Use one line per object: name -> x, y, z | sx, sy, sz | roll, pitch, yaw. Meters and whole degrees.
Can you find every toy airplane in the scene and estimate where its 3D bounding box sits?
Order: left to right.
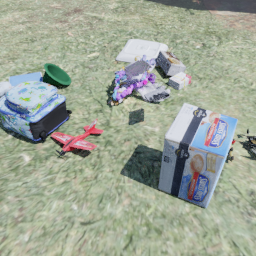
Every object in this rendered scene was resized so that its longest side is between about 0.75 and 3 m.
toy airplane -> -1.908, 0.375, 11.086 | 2.293, 0.422, 2.293 | -8, 36, 6

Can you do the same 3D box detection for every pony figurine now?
pony figurine -> 0.436, -2.271, 13.093 | 2.715, 2.342, 2.813 | -16, 37, 32

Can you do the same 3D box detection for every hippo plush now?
hippo plush -> -5.780, -1.538, 12.629 | 1.507, 1.212, 1.200 | -29, 50, -28

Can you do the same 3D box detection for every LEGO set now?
LEGO set -> 4.761, 0.725, 10.731 | 2.409, 0.683, 1.565 | -8, 39, 11

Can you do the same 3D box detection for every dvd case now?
dvd case -> 1.120, -1.295, 11.085 | 0.816, 0.134, 1.086 | -22, 21, 0

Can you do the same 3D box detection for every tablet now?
tablet -> -5.291, -2.485, 14.503 | 1.669, 0.114, 1.086 | -12, 43, -15

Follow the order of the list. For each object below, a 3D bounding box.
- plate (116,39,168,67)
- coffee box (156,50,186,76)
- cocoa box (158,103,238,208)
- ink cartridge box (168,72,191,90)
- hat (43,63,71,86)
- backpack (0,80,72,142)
plate -> 0.882, -4.599, 16.617 | 2.620, 0.423, 2.615 | 13, 43, 12
coffee box -> 2.259, -3.438, 14.976 | 0.921, 0.651, 1.630 | 5, 38, -26
cocoa box -> 2.145, 0.903, 8.863 | 1.725, 2.629, 1.753 | 20, 47, 19
ink cartridge box -> 2.632, -2.389, 14.175 | 0.968, 0.404, 0.702 | -32, 51, -31
hat -> -4.035, -2.247, 14.186 | 1.792, 1.578, 1.485 | 22, 32, -41
backpack -> -3.984, -0.877, 11.489 | 2.432, 1.787, 2.225 | 15, 41, 22
